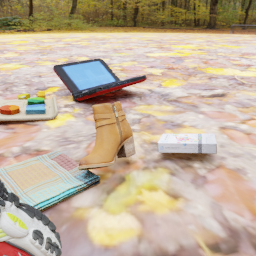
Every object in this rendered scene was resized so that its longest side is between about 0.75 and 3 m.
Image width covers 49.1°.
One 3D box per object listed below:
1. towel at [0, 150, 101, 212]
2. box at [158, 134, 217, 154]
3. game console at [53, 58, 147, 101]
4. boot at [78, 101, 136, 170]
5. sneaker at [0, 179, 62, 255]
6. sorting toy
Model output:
[{"bbox_3d":[-1.730,0.941,4.677,2.108,0.229,1.546,-19,30,-40],"label":"towel"},{"bbox_3d":[1.246,0.312,5.868,1.136,0.234,0.886,-1,11,15],"label":"box"},{"bbox_3d":[-0.950,-1.947,9.927,2.134,1.470,2.476,-10,11,45],"label":"game console"},{"bbox_3d":[-0.445,0.111,5.096,1.437,1.115,0.551,-18,4,-43],"label":"boot"},{"bbox_3d":[-1.482,0.931,2.677,0.784,1.847,0.711,-42,19,-2],"label":"sneaker"},{"bbox_3d":[-3.210,-0.765,8.657,1.924,0.346,2.582,-6,24,-15],"label":"sorting toy"}]
